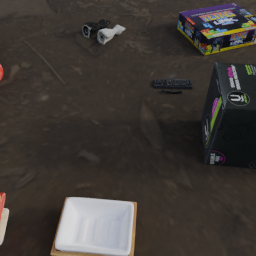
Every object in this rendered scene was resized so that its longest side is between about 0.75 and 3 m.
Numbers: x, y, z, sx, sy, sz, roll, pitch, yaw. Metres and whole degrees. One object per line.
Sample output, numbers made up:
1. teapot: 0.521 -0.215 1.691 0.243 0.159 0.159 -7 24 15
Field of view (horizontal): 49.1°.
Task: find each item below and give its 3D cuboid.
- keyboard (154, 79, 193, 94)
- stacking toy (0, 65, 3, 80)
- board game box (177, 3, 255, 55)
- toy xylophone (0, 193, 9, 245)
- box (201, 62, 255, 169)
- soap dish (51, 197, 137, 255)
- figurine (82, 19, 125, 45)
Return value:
1. keyboard: 1.323 -1.230 8.198 1.128 0.116 0.717 1 47 2
2. stacking toy: -4.804 -2.274 8.499 2.938 1.254 1.254 37 57 25
3. board game box: 3.332 -3.614 10.028 2.443 0.693 2.019 -16 50 -14
4. toy xylophone: -2.351 1.720 4.355 0.462 1.839 1.346 8 80 -9
5. box: 2.983 -0.202 6.057 2.452 1.821 1.524 5 47 5
6. soap dish: -0.555 1.828 5.029 1.372 0.557 1.079 3 47 4
7. figurine: -0.841 -3.589 10.181 1.188 0.512 1.159 30 50 24
